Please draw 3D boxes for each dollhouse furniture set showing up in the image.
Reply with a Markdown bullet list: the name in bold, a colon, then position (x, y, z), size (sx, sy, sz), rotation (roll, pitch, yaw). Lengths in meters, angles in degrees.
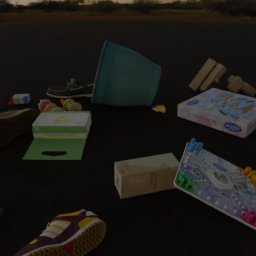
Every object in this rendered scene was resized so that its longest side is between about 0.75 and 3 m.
- **dollhouse furniture set**: position (4.580, -1.949, 13.744), size (2.069, 1.685, 1.967), rotation (29, 18, -22)

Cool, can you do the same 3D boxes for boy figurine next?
- **boy figurine**: position (1.261, -0.846, 11.616), size (0.529, 0.274, 0.850), rotation (-16, 26, -18)

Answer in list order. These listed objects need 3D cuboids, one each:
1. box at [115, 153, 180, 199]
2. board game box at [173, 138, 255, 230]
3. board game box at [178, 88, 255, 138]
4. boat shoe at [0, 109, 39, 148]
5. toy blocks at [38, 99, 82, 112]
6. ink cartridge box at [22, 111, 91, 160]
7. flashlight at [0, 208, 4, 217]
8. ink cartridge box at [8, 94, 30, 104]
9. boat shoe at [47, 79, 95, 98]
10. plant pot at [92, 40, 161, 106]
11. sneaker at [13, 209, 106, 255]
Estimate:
- **box**: position (0.488, 1.177, 7.030), size (1.572, 0.747, 0.611), rotation (-9, 30, -15)
- **board game box**: position (2.237, 1.194, 6.750), size (2.021, 0.261, 2.021), rotation (28, 32, 7)
- **board game box**: position (3.872, -0.724, 11.027), size (2.757, 0.569, 2.764), rotation (24, 35, 39)
- **boat shoe**: position (-4.238, 0.013, 9.253), size (0.900, 0.994, 2.789), rotation (7, 19, 29)
- **toy blocks**: position (-2.840, -0.887, 11.350), size (1.352, 0.589, 1.622), rotation (-20, 33, -34)
- **ink cartridge box**: position (-2.269, 0.155, 9.306), size (1.818, 0.599, 2.499), rotation (0, 25, 0)
- **flashlight**: position (-3.032, 1.997, 5.870), size (0.310, 0.308, 0.911), rotation (4, 28, 13)
- **ink cartridge box**: position (-4.877, -1.294, 12.492), size (0.886, 0.298, 0.515), rotation (-4, 26, -6)
- **boat shoe**: position (-2.445, -1.960, 13.194), size (2.747, 0.862, 0.998), rotation (-2, 26, -5)
- **plant pot**: position (-0.019, -2.027, 11.708), size (2.467, 2.625, 2.625), rotation (14, 26, -5)
- **sneaker**: position (-1.386, 2.145, 5.250), size (1.921, 0.720, 0.866), rotation (-14, 21, -38)
